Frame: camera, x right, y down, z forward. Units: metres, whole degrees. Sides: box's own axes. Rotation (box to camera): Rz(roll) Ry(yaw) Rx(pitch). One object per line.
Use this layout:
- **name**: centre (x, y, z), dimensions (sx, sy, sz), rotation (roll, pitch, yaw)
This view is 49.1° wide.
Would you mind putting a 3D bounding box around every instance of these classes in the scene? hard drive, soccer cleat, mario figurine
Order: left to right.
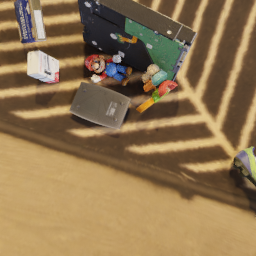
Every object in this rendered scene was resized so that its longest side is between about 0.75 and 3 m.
- **hard drive**: centre (-0.763, -0.610, 7.821), dimensions (1.511, 0.320, 1.019), rotation (20, 81, 6)
- **mario figurine**: centre (-0.600, -1.636, 7.824), dimensions (1.316, 0.697, 0.812), rotation (21, 72, 4)
- **hard drive**: centre (0.136, -2.365, 7.269), dimensions (2.932, 2.049, 0.555), rotation (29, 74, 6)
- **soccer cleat**: centre (3.621, 1.375, 7.191), dimensions (0.855, 0.661, 2.045), rotation (-36, 73, -4)

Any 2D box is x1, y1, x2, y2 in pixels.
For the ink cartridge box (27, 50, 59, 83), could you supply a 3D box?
- **ink cartridge box**: centre (-2.297, -1.652, 7.649), dimensions (0.369, 0.882, 0.636), rotation (-4, 83, 23)

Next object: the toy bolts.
- **toy bolts**: centre (0.582, -1.099, 7.368), dimensions (1.138, 1.191, 0.826), rotation (-35, 88, -25)

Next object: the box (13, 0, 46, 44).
- **box**: centre (-2.643, -2.809, 7.367), dimensions (0.293, 1.806, 1.094), rotation (-15, 110, -30)
